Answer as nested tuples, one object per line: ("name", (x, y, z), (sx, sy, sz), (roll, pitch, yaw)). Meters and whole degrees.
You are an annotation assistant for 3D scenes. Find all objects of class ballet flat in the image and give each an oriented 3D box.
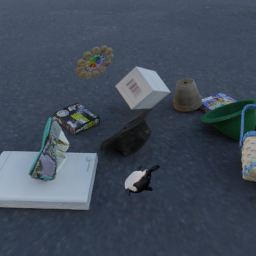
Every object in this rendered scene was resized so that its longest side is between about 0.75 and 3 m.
("ballet flat", (-2.157, 0.614, 8.063), (0.891, 0.891, 2.478), (-1, 35, -2))

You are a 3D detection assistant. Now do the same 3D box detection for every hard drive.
("hard drive", (-2.403, 1.391, 7.823), (2.875, 0.384, 1.896), (2, 36, 2))

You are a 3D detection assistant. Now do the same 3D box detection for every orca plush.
("orca plush", (0.410, 1.259, 6.671), (0.532, 1.496, 0.787), (28, 48, -9))

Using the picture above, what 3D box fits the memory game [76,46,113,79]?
("memory game", (-1.135, -2.239, 9.681), (1.490, 1.490, 0.095), (-24, 67, -30))

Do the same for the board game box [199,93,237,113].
("board game box", (3.563, -0.973, 11.218), (1.400, 0.241, 0.948), (-19, 40, -24))

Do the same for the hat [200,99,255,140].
("hat", (3.882, 0.298, 9.514), (1.971, 2.095, 2.380), (-26, 9, -19))

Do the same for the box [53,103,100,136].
("box", (-1.898, -0.370, 10.320), (1.132, 0.313, 1.413), (-28, 44, -33))

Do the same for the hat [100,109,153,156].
("hat", (0.131, 0.303, 8.828), (2.113, 0.853, 2.113), (-36, 5, 4))

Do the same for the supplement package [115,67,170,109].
("supplement package", (0.586, -1.403, 10.125), (1.064, 1.067, 1.820), (55, 25, 12))

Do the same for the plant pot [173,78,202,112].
("plant pot", (2.287, -1.356, 10.935), (1.139, 0.989, 1.139), (-11, 33, 7))

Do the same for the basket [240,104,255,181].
("basket", (4.086, 0.466, 7.838), (1.972, 1.555, 2.236), (14, 72, 17))
